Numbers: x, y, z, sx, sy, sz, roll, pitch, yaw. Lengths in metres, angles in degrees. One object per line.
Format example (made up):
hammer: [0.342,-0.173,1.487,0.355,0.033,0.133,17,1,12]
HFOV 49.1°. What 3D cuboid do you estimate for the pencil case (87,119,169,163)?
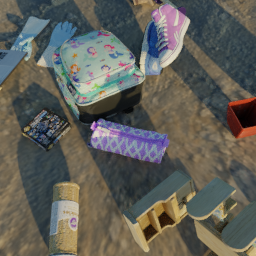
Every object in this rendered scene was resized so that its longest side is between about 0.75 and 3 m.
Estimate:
pencil case: [0.021,0.338,8.139,2.266,0.969,0.951,12,57,7]

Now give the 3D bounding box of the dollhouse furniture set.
dollhouse furniture set: [1.478,2.407,6.051,1.800,2.375,2.710,-34,38,-20]

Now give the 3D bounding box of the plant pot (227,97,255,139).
plant pot: [3.590,-0.226,8.556,0.992,0.875,0.992,-12,58,-7]

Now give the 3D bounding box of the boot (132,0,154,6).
boot: [0.602,-5.630,12.404,0.749,0.360,1.024,-24,59,-8]

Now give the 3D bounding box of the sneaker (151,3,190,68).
sneaker: [1.157,-3.151,9.299,1.338,0.850,2.346,33,58,-23]

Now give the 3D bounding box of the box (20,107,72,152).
box: [-2.550,0.020,8.753,1.120,0.280,1.128,30,62,19]

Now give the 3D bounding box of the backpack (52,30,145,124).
backpack: [-1.082,-1.820,8.978,2.490,2.112,2.805,-25,55,-16]

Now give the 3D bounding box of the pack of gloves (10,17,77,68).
pack of gloves: [-3.334,-3.556,10.930,2.211,0.519,2.632,8,58,6]

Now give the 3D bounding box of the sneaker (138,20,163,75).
sneaker: [1.021,-2.906,10.358,1.104,0.973,2.476,10,66,-2]

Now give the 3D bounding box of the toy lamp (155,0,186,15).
toy lamp: [1.651,-5.231,11.702,0.570,0.570,1.959,-24,53,-15]

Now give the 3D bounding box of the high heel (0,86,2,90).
high heel: [-4.998,-1.571,9.619,1.428,0.510,1.018,-11,64,3]

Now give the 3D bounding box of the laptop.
laptop: [-5.295,-2.557,9.288,2.699,1.564,2.528,7,48,9]

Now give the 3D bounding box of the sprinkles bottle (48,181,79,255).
sprinkles bottle: [-1.586,2.403,6.953,0.704,0.704,2.062,-3,57,-2]
